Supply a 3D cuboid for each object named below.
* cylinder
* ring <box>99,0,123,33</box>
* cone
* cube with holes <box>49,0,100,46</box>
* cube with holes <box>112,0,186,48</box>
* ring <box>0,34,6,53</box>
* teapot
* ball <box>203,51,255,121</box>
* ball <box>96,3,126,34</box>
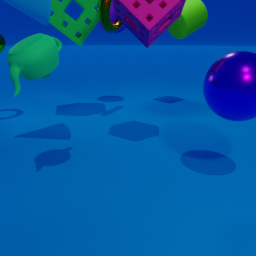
[{"bbox_3d":[2.037,-3.825,9.806,1.057,1.057,1.057,-36,32,-20],"label":"cylinder"},{"bbox_3d":[-0.333,-3.372,7.753,0.292,1.459,1.459,23,25,18],"label":"ring"},{"bbox_3d":[-2.262,-2.717,5.148,1.468,1.462,1.462,-4,18,-24],"label":"cone"},{"bbox_3d":[-1.553,-3.401,8.099,1.345,1.345,1.345,35,12,-22],"label":"cube with holes"},{"bbox_3d":[0.422,-2.529,5.744,1.046,1.046,1.046,-44,-3,0],"label":"cube with holes"},{"bbox_3d":[-4.246,-2.474,8.060,1.347,0.269,1.347,10,45,-10],"label":"ring"},{"bbox_3d":[-1.538,-1.092,4.622,0.842,0.663,1.354,4,47,35],"label":"teapot"},{"bbox_3d":[1.898,-0.704,4.798,1.185,1.185,1.185,0,18,0],"label":"ball"},{"bbox_3d":[-0.517,-3.967,9.844,1.230,1.230,1.230,0,18,0],"label":"ball"}]
